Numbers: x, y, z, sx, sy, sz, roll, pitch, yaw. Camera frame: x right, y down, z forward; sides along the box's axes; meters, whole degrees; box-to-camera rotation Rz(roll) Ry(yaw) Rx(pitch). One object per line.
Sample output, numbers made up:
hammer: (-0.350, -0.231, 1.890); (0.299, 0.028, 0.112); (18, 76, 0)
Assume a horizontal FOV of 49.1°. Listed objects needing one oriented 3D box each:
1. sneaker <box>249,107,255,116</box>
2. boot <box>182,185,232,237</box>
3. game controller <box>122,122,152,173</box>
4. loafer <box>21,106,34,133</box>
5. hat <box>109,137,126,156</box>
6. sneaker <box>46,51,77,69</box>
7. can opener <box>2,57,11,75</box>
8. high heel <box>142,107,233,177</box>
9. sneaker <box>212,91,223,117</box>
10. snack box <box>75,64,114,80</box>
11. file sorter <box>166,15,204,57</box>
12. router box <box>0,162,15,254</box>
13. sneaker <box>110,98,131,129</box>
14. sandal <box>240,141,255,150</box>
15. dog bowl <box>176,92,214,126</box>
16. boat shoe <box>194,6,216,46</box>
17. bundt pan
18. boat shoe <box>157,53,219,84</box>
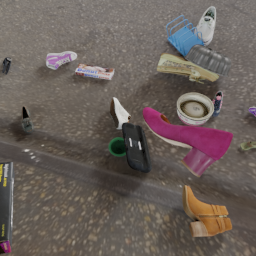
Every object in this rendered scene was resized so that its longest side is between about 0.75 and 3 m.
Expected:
sneaker: (5.174, -0.531, 11.130); (0.845, 0.341, 0.352); (38, 67, 24)
boot: (2.411, 2.485, 8.655); (1.253, 0.619, 1.614); (-8, 54, -5)
game controller: (0.293, 0.648, 9.951); (1.033, 0.417, 1.980); (15, 46, -29)
loafer: (-3.997, -0.345, 10.948); (0.429, 0.376, 1.195); (-17, 55, -13)
hat: (-0.298, 0.574, 10.360); (0.881, 0.729, 0.775); (13, 16, -11)
sneaker: (-3.069, -3.062, 12.975); (1.423, 0.516, 0.811); (-7, 58, 5)
can opener: (-5.592, -2.862, 12.939); (0.338, 0.419, 1.066); (19, 47, -36)
high heel: (1.545, -0.059, 7.835); (1.384, 0.971, 2.879); (-51, 53, 13)
sneaker: (3.601, -1.016, 11.377); (0.426, 0.498, 1.214); (13, 54, 10)
snack box: (-1.504, -2.564, 12.727); (1.673, 0.203, 0.601); (10, 54, 7)
file sorter: (2.710, -4.468, 13.504); (1.111, 0.982, 1.601); (-33, 58, 2)
router box: (-4.500, 2.311, 8.156); (2.137, 0.732, 2.865); (-3, 41, -18)
sneaker: (-0.284, -0.553, 11.095); (0.665, 0.572, 1.571); (3, 49, -25)
sandal: (4.505, 0.604, 10.325); (0.804, 0.230, 0.319); (-11, 54, -8)
dog bowl: (2.623, -0.712, 11.128); (1.463, 0.539, 1.463); (0, 52, 0)
boat shoe: (3.946, -5.275, 14.335); (0.990, 0.899, 2.692); (12, 54, 9)
bundt pan: (3.532, -2.986, 12.075); (2.056, 0.772, 2.056); (20, 24, -9)
boat shoe: (2.610, -2.500, 12.338); (2.725, 0.999, 0.854); (25, 97, 22)
